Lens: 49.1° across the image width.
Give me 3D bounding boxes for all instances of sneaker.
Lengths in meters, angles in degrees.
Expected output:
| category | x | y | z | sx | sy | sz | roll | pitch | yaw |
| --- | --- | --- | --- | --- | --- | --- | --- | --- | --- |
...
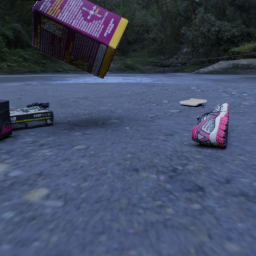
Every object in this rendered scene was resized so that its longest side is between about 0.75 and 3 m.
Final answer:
| category | x | y | z | sx | sy | sz | roll | pitch | yaw |
| --- | --- | --- | --- | --- | --- | --- | --- | --- | --- |
| sneaker | 2.367 | -0.157 | 7.841 | 0.870 | 0.939 | 2.330 | 3 | 14 | 21 |

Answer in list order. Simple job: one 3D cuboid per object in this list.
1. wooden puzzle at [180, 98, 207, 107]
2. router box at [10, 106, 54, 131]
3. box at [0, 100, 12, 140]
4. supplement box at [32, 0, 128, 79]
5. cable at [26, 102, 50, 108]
| category | x | y | z | sx | sy | sz | roll | pitch | yaw |
| --- | --- | --- | --- | --- | --- | --- | --- | --- | --- |
| wooden puzzle | 3.224 | -1.223 | 13.833 | 0.968 | 0.242 | 1.045 | 12 | 22 | 42 |
| router box | -3.515 | -0.339 | 9.461 | 1.655 | 0.514 | 1.240 | -11 | 17 | -37 |
| box | -4.468 | -0.211 | 7.677 | 2.055 | 1.090 | 1.256 | 3 | 14 | 11 |
| supplement box | -1.520 | -2.904 | 8.680 | 2.526 | 1.304 | 1.654 | 24 | -29 | -8 |
| cable | -4.268 | -1.087 | 13.131 | 1.079 | 0.274 | 0.881 | -13 | 18 | -41 |
